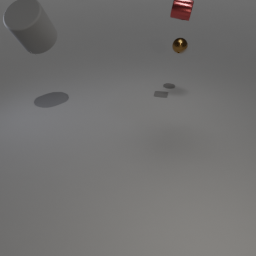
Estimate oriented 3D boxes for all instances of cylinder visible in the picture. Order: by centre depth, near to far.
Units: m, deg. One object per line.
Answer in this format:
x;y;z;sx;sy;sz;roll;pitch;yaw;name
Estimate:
-3.472;-3.647;10.100;1.400;1.400;1.400;-4;69;10;cylinder
1.944;-4.286;10.104;0.700;0.700;0.700;14;32;6;cylinder

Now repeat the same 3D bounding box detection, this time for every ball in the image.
2.372;-3.755;12.777;0.700;0.700;0.700;0;31;0;ball
